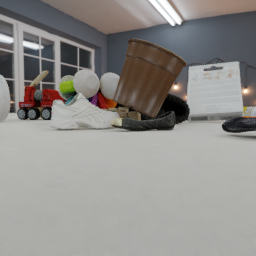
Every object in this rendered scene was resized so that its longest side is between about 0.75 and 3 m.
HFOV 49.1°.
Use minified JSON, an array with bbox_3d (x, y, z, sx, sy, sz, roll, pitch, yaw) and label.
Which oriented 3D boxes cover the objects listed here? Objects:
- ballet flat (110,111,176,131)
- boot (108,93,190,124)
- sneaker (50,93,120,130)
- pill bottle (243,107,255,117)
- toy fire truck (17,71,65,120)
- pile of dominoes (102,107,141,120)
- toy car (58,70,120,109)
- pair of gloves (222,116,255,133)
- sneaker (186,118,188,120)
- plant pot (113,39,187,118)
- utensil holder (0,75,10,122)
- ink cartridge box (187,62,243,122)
[{"bbox_3d":[0.343,-0.158,6.193,1.524,0.433,0.506,-1,4,-20],"label":"ballet flat"},{"bbox_3d":[0.555,-0.678,9.543,2.711,1.020,2.027,0,4,-6],"label":"boot"},{"bbox_3d":[-0.966,-0.402,6.632,1.732,0.860,0.675,-2,4,-30],"label":"sneaker"},{"bbox_3d":[5.344,-0.622,12.076,0.586,0.586,1.047,-2,5,-27],"label":"pill bottle"},{"bbox_3d":[-3.918,-1.560,12.963,2.051,2.330,1.499,1,5,21],"label":"toy fire truck"},{"bbox_3d":[-0.758,-0.203,7.936,2.180,0.347,1.699,-5,-8,17],"label":"pile of dominoes"},{"bbox_3d":[-1.226,-0.988,9.038,2.012,1.508,1.760,-1,0,-38],"label":"toy car"},{"bbox_3d":[3.347,-0.021,4.869,2.666,0.370,2.992,2,1,45],"label":"pair of gloves"},{"bbox_3d":[2.796,-0.574,12.242,0.406,0.469,1.132,3,5,42],"label":"sneaker"},{"bbox_3d":[0.426,-1.174,7.046,1.570,1.554,1.570,23,4,-2],"label":"plant pot"},{"bbox_3d":[-5.564,-1.031,9.900,1.773,1.773,2.086,4,8,45],"label":"utensil holder"},{"bbox_3d":[3.174,-1.344,10.385,1.920,2.367,0.594,-3,-35,19],"label":"ink cartridge box"}]
